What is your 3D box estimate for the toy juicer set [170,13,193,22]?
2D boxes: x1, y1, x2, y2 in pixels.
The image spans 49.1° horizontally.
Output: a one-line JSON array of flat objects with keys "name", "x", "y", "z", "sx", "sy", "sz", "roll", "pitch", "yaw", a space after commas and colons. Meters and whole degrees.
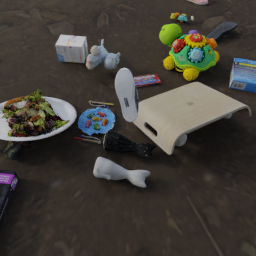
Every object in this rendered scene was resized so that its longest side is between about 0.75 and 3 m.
[{"name": "toy juicer set", "x": 2.395, "y": -4.693, "z": 12.001, "sx": 1.040, "sy": 0.283, "sz": 0.662, "roll": 23, "pitch": 36, "yaw": 23}]

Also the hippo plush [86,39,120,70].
[{"name": "hippo plush", "x": -0.801, "y": -2.264, "z": 9.430, "sx": 0.926, "sy": 0.918, "sz": 1.152, "roll": 29, "pitch": 31, "yaw": -1}]

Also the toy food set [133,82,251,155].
[{"name": "toy food set", "x": 1.735, "y": -0.347, "z": 7.892, "sx": 2.714, "sy": 0.820, "sz": 1.948, "roll": -21, "pitch": 37, "yaw": -20}]

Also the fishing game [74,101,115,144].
[{"name": "fishing game", "x": -0.929, "y": -0.242, "z": 8.275, "sx": 1.136, "sy": 0.247, "sz": 1.586, "roll": 10, "pitch": 51, "yaw": 12}]

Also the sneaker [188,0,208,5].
[{"name": "sneaker", "x": 3.221, "y": -6.120, "z": 12.970, "sx": 1.086, "sy": 0.568, "sz": 0.409, "roll": 28, "pitch": 53, "yaw": 20}]

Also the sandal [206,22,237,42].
[{"name": "sandal", "x": 3.730, "y": -3.820, "z": 11.256, "sx": 1.522, "sy": 0.326, "sz": 0.579, "roll": -34, "pitch": 50, "yaw": -14}]

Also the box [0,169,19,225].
[{"name": "box", "x": -3.676, "y": 1.957, "z": 6.248, "sx": 1.689, "sy": 0.426, "sz": 2.363, "roll": 4, "pitch": 50, "yaw": 1}]

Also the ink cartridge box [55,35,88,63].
[{"name": "ink cartridge box", "x": -1.944, "y": -2.854, "z": 10.144, "sx": 1.097, "sy": 0.705, "sz": 0.687, "roll": 6, "pitch": 50, "yaw": 4}]

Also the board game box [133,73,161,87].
[{"name": "board game box", "x": 0.590, "y": -1.619, "z": 9.512, "sx": 0.953, "sy": 0.093, "sz": 0.490, "roll": -10, "pitch": 50, "yaw": -8}]

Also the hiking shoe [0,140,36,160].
[{"name": "hiking shoe", "x": -2.960, "y": 0.283, "z": 7.680, "sx": 0.609, "sy": 0.458, "sz": 1.209, "roll": 25, "pitch": 55, "yaw": 15}]

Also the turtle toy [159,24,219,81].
[{"name": "turtle toy", "x": 2.058, "y": -2.783, "z": 9.762, "sx": 2.348, "sy": 1.187, "sz": 1.711, "roll": 37, "pitch": 59, "yaw": 27}]

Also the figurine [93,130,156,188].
[{"name": "figurine", "x": -0.047, "y": 0.824, "z": 7.195, "sx": 1.385, "sy": 0.611, "sz": 1.420, "roll": 12, "pitch": 52, "yaw": 5}]

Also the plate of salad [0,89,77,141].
[{"name": "plate of salad", "x": -2.739, "y": -0.445, "z": 7.827, "sx": 2.558, "sy": 0.614, "sz": 2.558, "roll": 3, "pitch": 30, "yaw": -2}]

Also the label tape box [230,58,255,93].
[{"name": "label tape box", "x": 3.965, "y": -1.801, "z": 9.462, "sx": 0.901, "sy": 0.416, "sz": 1.257, "roll": 13, "pitch": 49, "yaw": 10}]

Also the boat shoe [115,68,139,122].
[{"name": "boat shoe", "x": 0.025, "y": -0.736, "z": 6.045, "sx": 0.424, "sy": 1.181, "sz": 0.400, "roll": -5, "pitch": 26, "yaw": 18}]
